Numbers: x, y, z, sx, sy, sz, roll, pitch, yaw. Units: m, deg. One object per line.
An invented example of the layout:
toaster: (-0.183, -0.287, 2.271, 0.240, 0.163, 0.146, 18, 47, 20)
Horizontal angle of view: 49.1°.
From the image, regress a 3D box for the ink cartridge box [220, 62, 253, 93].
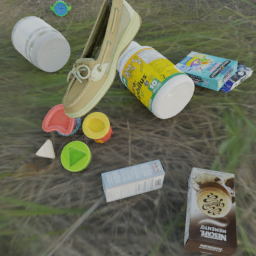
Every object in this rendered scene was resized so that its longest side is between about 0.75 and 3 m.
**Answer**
ink cartridge box: (3.854, -1.915, 10.413, 1.544, 0.303, 0.768, -35, 58, -24)

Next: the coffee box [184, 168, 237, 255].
coffee box: (1.998, 2.014, 6.819, 1.066, 0.753, 1.886, 8, 51, 7)

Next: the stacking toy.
stacking toy: (-1.588, 0.338, 8.483, 2.047, 0.864, 1.853, 18, 78, 18)

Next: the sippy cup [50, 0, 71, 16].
sippy cup: (-3.244, -5.827, 13.495, 0.884, 0.694, 0.648, 25, 29, -31)

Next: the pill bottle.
pill bottle: (0.713, -1.740, 9.419, 1.592, 1.592, 2.824, -27, 55, -21)

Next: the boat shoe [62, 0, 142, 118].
boat shoe: (-0.582, -1.297, 4.968, 0.866, 0.747, 2.374, 15, 72, 50)

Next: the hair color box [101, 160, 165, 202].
hair color box: (0.128, 1.387, 7.331, 1.552, 0.768, 0.471, -12, 51, -10)

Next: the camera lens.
camera lens: (-3.331, -3.198, 10.657, 1.550, 1.550, 1.937, -35, 59, -26)

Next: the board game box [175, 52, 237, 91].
board game box: (2.781, -2.132, 10.243, 1.863, 0.437, 1.407, 25, 53, 35)
